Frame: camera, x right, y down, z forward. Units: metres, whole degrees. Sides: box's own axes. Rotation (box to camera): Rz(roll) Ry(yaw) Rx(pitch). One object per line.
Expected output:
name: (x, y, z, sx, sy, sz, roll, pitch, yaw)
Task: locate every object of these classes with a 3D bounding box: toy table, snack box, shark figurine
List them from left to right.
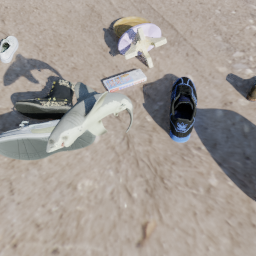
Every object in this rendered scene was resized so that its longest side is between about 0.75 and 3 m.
shark figurine: (-0.527, -0.488, 5.225, 0.962, 1.378, 2.306, 45, 36, 18)
snack box: (-0.110, -1.728, 10.231, 1.513, 0.184, 0.544, -21, 56, -15)
toy table: (0.550, -3.177, 10.557, 1.762, 1.619, 1.032, -33, 40, 7)

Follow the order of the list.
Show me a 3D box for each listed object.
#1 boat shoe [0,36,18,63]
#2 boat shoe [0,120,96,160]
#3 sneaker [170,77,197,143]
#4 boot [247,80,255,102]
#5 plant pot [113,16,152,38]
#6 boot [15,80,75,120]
boat shoe: (-4.763, -3.278, 11.183, 0.574, 0.521, 1.559, -6, 53, -4)
boat shoe: (-2.409, 0.220, 8.300, 2.832, 1.044, 0.908, -11, 48, -13)
sneaker: (1.837, -0.865, 9.043, 0.941, 1.045, 2.683, 6, 54, 5)
boot: (4.672, -1.527, 9.786, 0.504, 0.654, 1.350, 32, 59, 21)
plant pot: (0.232, -4.234, 12.085, 1.734, 0.238, 1.734, 0, 54, 0)
boot: (-2.684, -0.989, 9.398, 1.853, 0.669, 1.399, 5, 51, -3)
